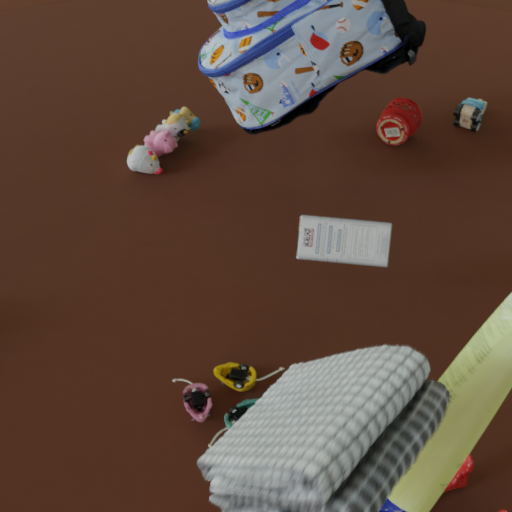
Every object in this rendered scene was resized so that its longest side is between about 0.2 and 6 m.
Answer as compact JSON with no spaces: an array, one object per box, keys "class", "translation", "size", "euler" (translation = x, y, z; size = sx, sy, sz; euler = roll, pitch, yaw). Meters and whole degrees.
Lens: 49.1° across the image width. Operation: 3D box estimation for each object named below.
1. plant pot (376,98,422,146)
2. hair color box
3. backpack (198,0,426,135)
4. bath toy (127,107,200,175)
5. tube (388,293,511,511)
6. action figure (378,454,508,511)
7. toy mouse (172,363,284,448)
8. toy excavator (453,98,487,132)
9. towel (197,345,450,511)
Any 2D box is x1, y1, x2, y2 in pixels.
[{"class":"plant pot","translation":[2.958,-2.783,11.695],"size":[0.815,0.815,0.742],"euler":[23,48,24]},{"class":"hair color box","translation":[1.083,-0.184,6.995],"size":[1.111,0.550,0.337],"euler":[5,2,0]},{"class":"backpack","translation":[0.584,-3.681,9.216],"size":[3.232,2.614,3.393],"euler":[-38,24,14]},{"class":"bath toy","translation":[-1.834,-2.271,11.216],"size":[0.692,0.814,1.872],"euler":[31,50,1]},{"class":"tube","translation":[1.476,0.961,3.871],"size":[0.487,1.878,0.545],"euler":[14,21,-31]},{"class":"action figure","translation":[0.687,2.729,5.365],"size":[3.408,0.881,1.115],"euler":[-13,45,-11]},{"class":"toy mouse","translation":[-0.404,1.840,6.754],"size":[1.380,0.267,1.226],"euler":[5,41,6]},{"class":"toy excavator","translation":[4.820,-3.219,12.339],"size":[0.530,1.031,1.060],"euler":[26,75,28]},{"class":"towel","translation":[0.351,1.067,3.177],"size":[1.049,1.267,0.542],"euler":[-37,94,-36]}]
